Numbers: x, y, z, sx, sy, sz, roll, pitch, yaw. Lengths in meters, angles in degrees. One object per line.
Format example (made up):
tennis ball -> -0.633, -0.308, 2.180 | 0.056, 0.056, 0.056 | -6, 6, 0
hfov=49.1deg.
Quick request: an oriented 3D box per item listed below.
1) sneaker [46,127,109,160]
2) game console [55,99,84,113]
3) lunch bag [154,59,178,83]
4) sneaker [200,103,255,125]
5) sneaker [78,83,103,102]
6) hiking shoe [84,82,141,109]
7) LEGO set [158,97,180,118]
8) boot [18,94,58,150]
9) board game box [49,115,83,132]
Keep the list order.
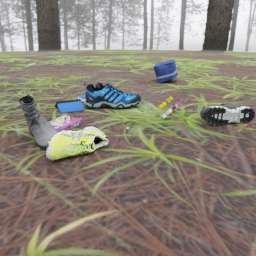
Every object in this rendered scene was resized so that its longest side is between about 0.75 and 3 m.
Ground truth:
sneaker -> -1.480, 0.440, 8.440 | 0.803, 0.792, 2.102 | 17, 27, 39
game console -> -2.780, -0.954, 13.261 | 1.175, 0.695, 1.003 | -9, -9, -24
lunch bag -> 2.716, -3.962, 19.765 | 1.408, 1.371, 2.072 | -10, 17, 22
sneaker -> 3.869, -0.598, 11.407 | 2.333, 0.775, 1.055 | -2, 17, -15
sneaker -> -1.691, -1.842, 14.367 | 1.824, 1.015, 0.700 | 5, 20, 13
hiking shoe -> -0.708, -1.557, 13.324 | 2.725, 1.182, 1.014 | -2, 21, -7
LEGO set -> 1.818, -1.021, 12.178 | 0.617, 0.664, 1.618 | 49, 28, 2
boot -> -2.947, -0.234, 9.104 | 0.757, 1.428, 2.169 | -33, 37, -31
board game box -> -2.593, -0.121, 10.817 | 0.986, 0.265, 1.643 | 13, 23, 21
